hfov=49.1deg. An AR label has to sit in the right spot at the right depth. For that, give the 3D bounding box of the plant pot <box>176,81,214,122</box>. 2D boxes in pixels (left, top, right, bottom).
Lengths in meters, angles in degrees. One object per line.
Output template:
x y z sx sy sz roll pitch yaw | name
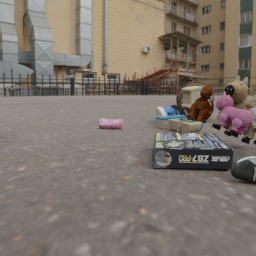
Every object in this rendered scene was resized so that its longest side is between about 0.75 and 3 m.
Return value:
3.394 -1.238 13.908 1.964 1.964 1.944 1 16 9 | plant pot

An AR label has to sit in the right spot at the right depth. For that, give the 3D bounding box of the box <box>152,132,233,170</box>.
1.430 0.480 6.718 1.656 0.504 2.054 2 9 6 | box

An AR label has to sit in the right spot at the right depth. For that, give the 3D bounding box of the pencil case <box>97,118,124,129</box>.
-0.698 -0.173 11.298 1.010 0.442 0.442 4 9 15 | pencil case

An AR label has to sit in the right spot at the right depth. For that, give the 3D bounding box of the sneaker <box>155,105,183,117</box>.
1.980 -0.645 12.972 1.220 0.842 2.193 -8 2 2 | sneaker

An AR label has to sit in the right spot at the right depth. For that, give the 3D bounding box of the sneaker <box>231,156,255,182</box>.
2.490 0.800 4.809 1.246 0.468 0.720 1 11 -4 | sneaker

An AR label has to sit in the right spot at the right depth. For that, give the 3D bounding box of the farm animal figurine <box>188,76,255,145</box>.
2.866 -0.443 6.654 2.295 1.429 2.842 25 5 -12 | farm animal figurine

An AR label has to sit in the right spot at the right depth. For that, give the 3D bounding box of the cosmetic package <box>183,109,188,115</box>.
3.684 -1.241 16.326 1.015 1.014 1.230 -8 13 -42 | cosmetic package

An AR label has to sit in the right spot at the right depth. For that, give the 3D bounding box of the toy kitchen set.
2.174 -0.770 10.889 1.261 1.715 2.140 -6 10 -28 | toy kitchen set
